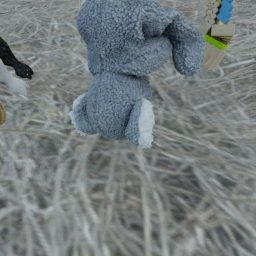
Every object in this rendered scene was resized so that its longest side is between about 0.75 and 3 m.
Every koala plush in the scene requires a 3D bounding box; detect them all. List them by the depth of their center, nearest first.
[{"bbox_3d":[-0.103,-0.930,5.270,2.234,2.519,2.315,14,-1,36],"label":"koala plush"}]

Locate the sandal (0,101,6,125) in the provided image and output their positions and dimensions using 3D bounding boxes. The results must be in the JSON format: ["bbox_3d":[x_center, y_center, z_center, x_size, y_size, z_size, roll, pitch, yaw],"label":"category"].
[{"bbox_3d":[-1.603,-0.393,3.090,0.949,0.381,0.256,37,35,23],"label":"sandal"}]

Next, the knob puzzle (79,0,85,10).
[{"bbox_3d":[-1.255,-4.324,8.587,0.326,2.352,2.352,-2,42,-16],"label":"knob puzzle"}]

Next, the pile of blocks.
[{"bbox_3d":[2.636,-3.072,8.148,1.120,2.729,0.848,14,19,27],"label":"pile of blocks"}]

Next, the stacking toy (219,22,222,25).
[{"bbox_3d":[3.185,-3.627,9.960,0.402,0.402,0.943,-12,50,-12],"label":"stacking toy"}]

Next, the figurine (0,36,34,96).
[{"bbox_3d":[-3.038,-1.514,7.124,0.608,1.379,1.413,-36,36,19],"label":"figurine"}]
